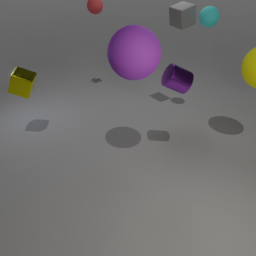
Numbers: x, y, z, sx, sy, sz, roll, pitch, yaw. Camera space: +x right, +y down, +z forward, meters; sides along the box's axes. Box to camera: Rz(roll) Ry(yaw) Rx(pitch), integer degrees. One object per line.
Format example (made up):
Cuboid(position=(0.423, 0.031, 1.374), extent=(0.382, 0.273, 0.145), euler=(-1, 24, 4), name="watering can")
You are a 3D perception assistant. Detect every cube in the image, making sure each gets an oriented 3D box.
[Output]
Cuboid(position=(1.984, -4.092, 10.179), extent=(0.700, 0.700, 0.700), euler=(-29, 45, -20), name="cube")
Cuboid(position=(-3.549, -1.530, 9.437), extent=(0.700, 0.700, 0.700), euler=(18, 34, -15), name="cube")

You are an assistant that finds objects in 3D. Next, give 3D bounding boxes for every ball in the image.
Cuboid(position=(0.159, -1.952, 7.313), extent=(1.400, 1.400, 1.400), euler=(0, 30, 0), name="ball")
Cuboid(position=(4.343, -1.923, 8.875), extent=(1.400, 1.400, 1.400), euler=(0, 30, 0), name="ball")
Cuboid(position=(2.831, -3.878, 9.769), extent=(0.700, 0.700, 0.700), euler=(0, 30, 0), name="ball")
Cuboid(position=(-1.429, -5.295, 12.121), extent=(0.700, 0.700, 0.700), euler=(0, 30, 0), name="ball")

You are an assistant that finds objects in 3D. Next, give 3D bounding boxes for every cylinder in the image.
Cuboid(position=(1.449, -1.445, 8.251), extent=(0.700, 0.700, 0.700), euler=(20, 25, -19), name="cylinder")
